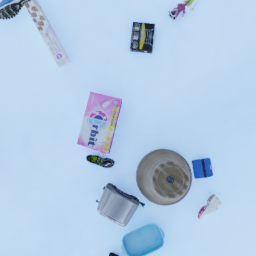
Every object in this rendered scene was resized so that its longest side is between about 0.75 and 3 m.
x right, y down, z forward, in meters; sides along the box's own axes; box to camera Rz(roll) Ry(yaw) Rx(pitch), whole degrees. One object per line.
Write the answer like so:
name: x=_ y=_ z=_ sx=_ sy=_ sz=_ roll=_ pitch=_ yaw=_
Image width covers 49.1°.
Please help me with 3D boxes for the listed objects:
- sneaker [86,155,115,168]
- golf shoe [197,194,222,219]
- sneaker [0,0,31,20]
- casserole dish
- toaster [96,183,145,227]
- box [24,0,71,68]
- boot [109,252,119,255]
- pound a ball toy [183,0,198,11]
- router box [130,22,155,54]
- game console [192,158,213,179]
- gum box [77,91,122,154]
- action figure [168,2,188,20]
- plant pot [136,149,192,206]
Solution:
sneaker: x=-1.126 y=1.344 z=11.237 sx=1.192 sy=0.494 sz=0.423 roll=14 pitch=85 yaw=2
golf shoe: x=3.231 y=3.200 z=11.070 sx=0.534 sy=0.439 sz=1.167 roll=40 pitch=86 yaw=1
sneaker: x=-4.959 y=-5.431 z=11.950 sx=1.990 sy=0.782 sz=0.887 roll=-43 pitch=78 yaw=-13
casserole dish: x=0.577 y=4.385 z=10.946 sx=1.747 sy=0.339 sz=1.058 roll=-23 pitch=87 yaw=-2
toaster: x=-0.350 y=2.996 z=10.816 sx=1.765 sy=1.003 sz=1.140 roll=29 pitch=88 yaw=0
box: x=-3.389 y=-3.996 z=11.795 sx=0.578 sy=0.619 sz=2.987 roll=-29 pitch=83 yaw=-3
boot: x=-0.423 y=5.504 z=10.823 sx=1.157 sy=0.428 sz=0.948 roll=29 pitch=88 yaw=3
pound a ball toy: x=2.752 y=-5.552 z=12.142 sx=0.556 sy=0.362 sz=0.853 roll=32 pitch=84 yaw=-22
router box: x=0.613 y=-3.841 z=11.911 sx=0.968 sy=0.322 sz=1.231 roll=7 pitch=84 yaw=1
game console: x=3.039 y=1.636 z=11.418 sx=0.653 sy=0.452 sz=0.765 roll=-4 pitch=83 yaw=-32
gum box: x=-1.134 y=-0.166 z=11.270 sx=1.304 sy=0.760 sz=2.298 roll=13 pitch=84 yaw=2
action figure: x=2.147 y=-5.072 z=11.905 sx=0.939 sy=0.699 sz=0.629 roll=-37 pitch=79 yaw=10
plant pot: x=1.436 y=1.846 z=10.458 sx=2.253 sy=1.955 sz=2.253 roll=0 pitch=82 yaw=0
